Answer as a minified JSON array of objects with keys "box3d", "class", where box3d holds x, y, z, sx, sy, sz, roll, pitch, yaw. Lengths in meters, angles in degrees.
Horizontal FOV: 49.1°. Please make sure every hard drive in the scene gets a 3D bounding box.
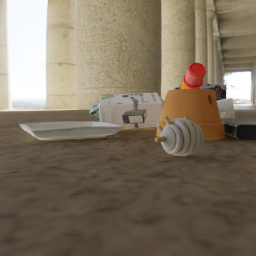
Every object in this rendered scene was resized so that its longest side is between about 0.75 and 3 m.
[{"box3d":[4.079,-0.010,9.031,2.017,0.475,2.890,0,5,4],"class":"hard drive"}]

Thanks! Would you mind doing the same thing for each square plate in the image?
[{"box3d":[-1.892,0.046,8.941,2.706,0.385,2.680,-2,5,-28],"class":"square plate"}]

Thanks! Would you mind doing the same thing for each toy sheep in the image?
[{"box3d":[0.994,0.163,5.383,1.175,0.810,0.810,-7,8,-27],"class":"toy sheep"}]

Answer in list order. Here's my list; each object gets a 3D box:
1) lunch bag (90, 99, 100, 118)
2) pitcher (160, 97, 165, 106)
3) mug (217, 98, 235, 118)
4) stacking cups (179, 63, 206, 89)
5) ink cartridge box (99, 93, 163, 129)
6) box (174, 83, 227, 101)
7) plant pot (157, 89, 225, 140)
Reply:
[{"box3d":[-1.384,-0.977,14.546,1.165,0.710,0.992,4,38,-3],"class":"lunch bag"},{"box3d":[1.368,-0.985,15.544,2.519,1.527,2.161,9,-12,-31],"class":"pitcher"},{"box3d":[3.446,-0.541,10.963,1.341,1.130,1.530,-10,-10,19],"class":"mug"},{"box3d":[2.103,-1.234,10.025,0.867,0.867,2.867,0,-31,-1],"class":"stacking cups"},{"box3d":[0.120,-0.721,11.312,2.414,1.014,1.756,-3,21,0],"class":"ink cartridge box"},{"box3d":[3.475,-1.167,13.771,1.692,1.948,2.949,-1,5,-7],"class":"box"},{"box3d":[1.907,-0.452,8.630,2.053,1.437,2.053,-1,4,0],"class":"plant pot"}]
